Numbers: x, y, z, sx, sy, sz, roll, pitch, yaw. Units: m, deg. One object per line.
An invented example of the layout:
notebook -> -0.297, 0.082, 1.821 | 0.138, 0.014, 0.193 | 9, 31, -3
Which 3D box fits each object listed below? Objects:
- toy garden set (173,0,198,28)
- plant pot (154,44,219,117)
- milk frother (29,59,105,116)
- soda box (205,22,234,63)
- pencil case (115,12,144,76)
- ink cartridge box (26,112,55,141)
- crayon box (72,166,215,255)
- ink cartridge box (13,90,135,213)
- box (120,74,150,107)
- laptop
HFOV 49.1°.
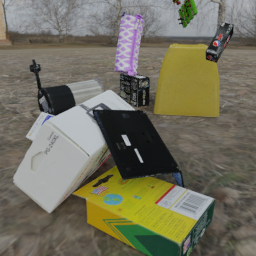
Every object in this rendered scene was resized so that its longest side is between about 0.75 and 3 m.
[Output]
toy garden set -> 1.282, -2.926, 6.625 | 0.206, 0.860, 1.032 | -18, 2, -2
plant pot -> 2.682, -2.315, 12.796 | 2.799, 2.882, 2.818 | 3, 21, 8
milk frother -> -2.532, -1.648, 11.414 | 2.355, 2.504, 2.260 | -17, 17, -34
soda box -> 3.067, -2.863, 9.370 | 0.416, 1.314, 0.465 | 26, -13, 26
pencil case -> 0.096, -3.677, 12.483 | 1.109, 2.644, 1.130 | 1, 11, -36
ink cartridge box -> -2.277, 0.178, 8.820 | 2.139, 1.013, 0.397 | 16, -19, 40
crayon box -> 0.278, 1.568, 5.548 | 2.400, 0.610, 1.524 | 15, 25, 34
ink cartridge box -> -1.065, 0.413, 6.513 | 1.112, 1.937, 2.668 | 40, 30, 5
box -> 0.312, -1.929, 13.898 | 0.727, 1.382, 1.687 | -12, 23, -29
laptop -> 0.291, 0.569, 6.161 | 2.065, 1.067, 1.830 | -1, 44, -31
